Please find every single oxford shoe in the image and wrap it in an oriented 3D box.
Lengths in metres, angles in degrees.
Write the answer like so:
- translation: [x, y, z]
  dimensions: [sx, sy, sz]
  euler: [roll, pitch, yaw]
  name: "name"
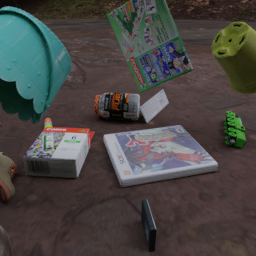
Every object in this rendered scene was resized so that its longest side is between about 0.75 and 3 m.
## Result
- translation: [-3.185, 1.070, 7.073]
  dimensions: [0.811, 0.764, 2.169]
  euler: [-17, 31, -35]
  name: "oxford shoe"

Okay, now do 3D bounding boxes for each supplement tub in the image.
- translation: [-0.392, -0.820, 10.583]
  dimensions: [1.631, 1.000, 1.000]
  euler: [2, 27, 5]
  name: "supplement tub"

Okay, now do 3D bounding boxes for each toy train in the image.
- translation: [3.654, 0.007, 9.584]
  dimensions: [0.622, 0.461, 2.207]
  euler: [16, 29, 9]
  name: "toy train"

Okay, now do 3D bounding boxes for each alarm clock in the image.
- translation: [-2.904, 2.182, 4.807]
  dimensions: [1.799, 0.888, 2.667]
  euler: [-5, 24, -10]
  name: "alarm clock"

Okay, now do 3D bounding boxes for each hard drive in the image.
- translation: [0.401, 1.915, 5.568]
  dimensions: [0.136, 0.577, 0.827]
  euler: [-4, 27, -8]
  name: "hard drive"

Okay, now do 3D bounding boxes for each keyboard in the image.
- translation: [1.099, -0.920, 11.238]
  dimensions: [0.125, 0.659, 2.343]
  euler: [-23, 10, 36]
  name: "keyboard"

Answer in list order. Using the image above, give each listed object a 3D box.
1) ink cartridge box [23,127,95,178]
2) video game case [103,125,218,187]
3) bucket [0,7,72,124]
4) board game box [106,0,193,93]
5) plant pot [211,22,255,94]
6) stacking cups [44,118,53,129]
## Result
- translation: [-1.909, 0.449, 8.397]
  dimensions: [1.420, 0.656, 2.606]
  euler: [2, 27, 4]
  name: "ink cartridge box"
- translation: [0.819, 0.691, 8.322]
  dimensions: [2.717, 0.312, 2.476]
  euler: [-7, 28, -13]
  name: "video game case"
- translation: [-2.178, -1.197, 5.422]
  dimensions: [2.043, 2.043, 1.329]
  euler: [16, 63, 29]
  name: "bucket"
- translation: [0.692, -2.755, 8.976]
  dimensions: [1.863, 2.768, 0.403]
  euler: [-21, 7, 22]
  name: "board game box"
- translation: [3.217, -2.050, 7.829]
  dimensions: [1.548, 1.684, 1.684]
  euler: [28, 9, -36]
  name: "plant pot"
- translation: [-2.823, -0.054, 9.846]
  dimensions: [0.333, 0.333, 1.101]
  euler: [-9, 25, -17]
  name: "stacking cups"
